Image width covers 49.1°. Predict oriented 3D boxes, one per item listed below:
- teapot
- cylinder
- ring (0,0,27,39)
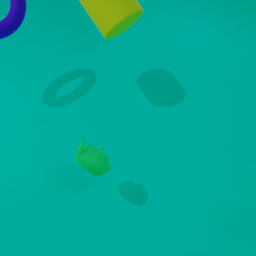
[{"bbox_3d":[-0.771,0.652,6.190,0.780,1.254,0.614,21,69,45],"label":"teapot"},{"bbox_3d":[-0.427,-3.141,7.189,1.217,1.217,1.217,-37,96,-20],"label":"cylinder"},{"bbox_3d":[-3.627,-3.228,7.078,1.999,0.400,1.999,-1,93,-20],"label":"ring"}]
